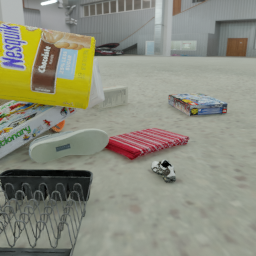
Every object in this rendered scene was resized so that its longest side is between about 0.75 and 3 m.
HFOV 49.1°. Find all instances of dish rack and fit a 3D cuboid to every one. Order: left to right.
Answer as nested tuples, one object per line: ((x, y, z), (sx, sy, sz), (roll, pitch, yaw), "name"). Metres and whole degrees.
((-1.265, 1.161, 3.655), (1.442, 0.513, 1.880), (-1, 18, 1), "dish rack")

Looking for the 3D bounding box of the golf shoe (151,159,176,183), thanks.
((0.679, 0.726, 5.297), (0.297, 0.361, 0.764), (-9, 18, -23), "golf shoe")

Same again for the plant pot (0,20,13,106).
((-4.286, -2.105, 9.084), (2.822, 2.822, 2.583), (-8, -1, -23), "plant pot")

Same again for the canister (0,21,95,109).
((-2.260, -1.514, 6.604), (2.822, 1.221, 2.096), (7, 52, -10), "canister")

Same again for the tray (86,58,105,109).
((-1.292, -1.534, 9.599), (0.876, 1.632, 0.181), (-23, -22, 32), "tray")

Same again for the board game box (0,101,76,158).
((-2.798, -0.112, 6.744), (1.698, 0.466, 2.691), (12, 36, 35), "board game box")

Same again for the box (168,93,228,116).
((2.523, -0.916, 10.459), (1.413, 0.412, 2.063), (-4, 18, -12), "box")

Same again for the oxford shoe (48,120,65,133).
((-2.426, -0.297, 8.383), (0.721, 0.705, 1.979), (-44, 34, 4), "oxford shoe")

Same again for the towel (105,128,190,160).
((0.403, 0.323, 6.848), (1.870, 0.210, 1.352), (-11, 18, -37), "towel")

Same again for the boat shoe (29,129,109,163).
((-1.319, 0.296, 6.242), (1.747, 0.610, 0.622), (-11, 24, -22), "boat shoe")

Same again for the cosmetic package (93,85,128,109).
((-0.720, -1.225, 10.948), (1.420, 0.734, 0.620), (-13, 22, -39), "cosmetic package")
